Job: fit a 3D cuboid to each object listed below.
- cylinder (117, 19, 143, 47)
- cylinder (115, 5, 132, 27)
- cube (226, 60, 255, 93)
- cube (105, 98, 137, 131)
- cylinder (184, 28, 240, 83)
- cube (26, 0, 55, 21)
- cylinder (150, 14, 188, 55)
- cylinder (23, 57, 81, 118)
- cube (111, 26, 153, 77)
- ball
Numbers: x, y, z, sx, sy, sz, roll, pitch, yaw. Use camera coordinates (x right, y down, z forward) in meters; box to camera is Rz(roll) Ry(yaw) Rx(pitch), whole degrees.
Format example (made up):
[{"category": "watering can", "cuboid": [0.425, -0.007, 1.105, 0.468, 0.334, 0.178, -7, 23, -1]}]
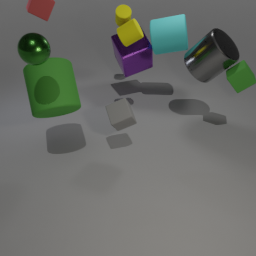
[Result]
[{"category": "cylinder", "cuboid": [0.074, -3.305, 9.725, 0.700, 0.700, 0.700, -24, 26, 20]}, {"category": "cylinder", "cuboid": [-0.212, -4.975, 12.468, 0.700, 0.700, 0.700, 1, 76, -3]}, {"category": "cube", "cuboid": [3.859, -1.762, 9.589, 0.700, 0.700, 0.700, -32, 19, 32]}, {"category": "cube", "cuboid": [-0.214, -0.419, 8.941, 0.700, 0.700, 0.700, -22, 68, 8]}, {"category": "cylinder", "cuboid": [2.995, -2.578, 10.087, 1.400, 1.400, 1.400, 19, 54, -28]}, {"category": "cube", "cuboid": [-2.975, -4.170, 9.502, 0.700, 0.700, 0.700, 17, 23, -33]}, {"category": "cylinder", "cuboid": [1.712, -3.835, 11.557, 1.400, 1.400, 1.400, -5, 30, 15]}, {"category": "cylinder", "cuboid": [-2.188, -1.126, 8.127, 1.400, 1.400, 1.400, -13, -5, -1]}, {"category": "cube", "cuboid": [0.203, -3.406, 12.561, 1.400, 1.400, 1.400, -22, 65, -5]}, {"category": "ball", "cuboid": [-2.066, -1.736, 6.174, 0.700, 0.700, 0.700, 0, 32, 0]}]
